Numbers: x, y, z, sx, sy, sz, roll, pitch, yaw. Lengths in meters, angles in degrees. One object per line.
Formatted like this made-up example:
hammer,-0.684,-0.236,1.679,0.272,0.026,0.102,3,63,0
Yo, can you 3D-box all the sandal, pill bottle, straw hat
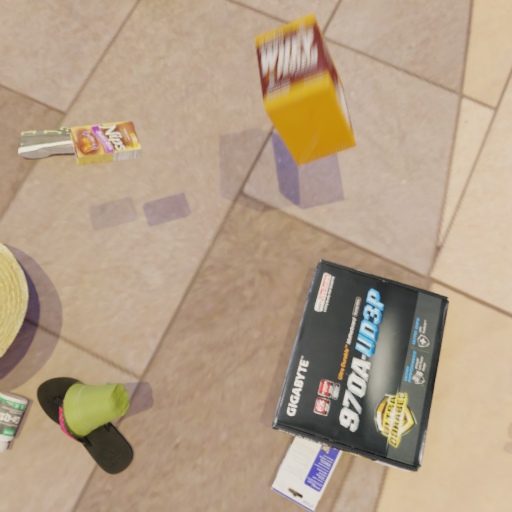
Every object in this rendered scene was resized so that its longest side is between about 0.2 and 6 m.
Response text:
sandal,-3.280,3.184,10.719,2.344,0.528,0.880,42,79,10
pill bottle,-4.832,3.179,10.704,0.568,0.568,1.005,17,76,4
straw hat,-5.778,1.375,10.678,3.590,1.519,3.590,0,55,1

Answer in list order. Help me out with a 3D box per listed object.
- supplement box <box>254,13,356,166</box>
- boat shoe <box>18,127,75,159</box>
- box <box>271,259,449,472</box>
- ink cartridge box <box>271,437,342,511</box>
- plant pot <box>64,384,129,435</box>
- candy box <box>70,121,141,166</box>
supplement box,0.802,-2.646,9.057,1.037,1.540,1.561,-17,58,18
boat shoe,-4.281,-2.521,12.160,1.787,0.639,0.534,-7,81,2
box,2.025,2.022,10.682,2.685,0.777,3.378,17,68,4
ink cartridge box,1.085,3.772,10.660,0.921,0.363,1.853,29,76,7
plant pot,-2.641,2.525,9.501,0.824,0.867,0.867,-17,75,18
candy box,-2.277,-1.714,8.500,0.950,0.268,0.554,-12,68,-22
